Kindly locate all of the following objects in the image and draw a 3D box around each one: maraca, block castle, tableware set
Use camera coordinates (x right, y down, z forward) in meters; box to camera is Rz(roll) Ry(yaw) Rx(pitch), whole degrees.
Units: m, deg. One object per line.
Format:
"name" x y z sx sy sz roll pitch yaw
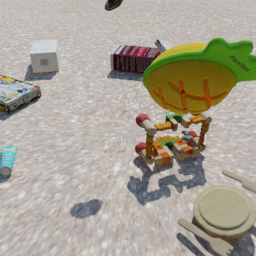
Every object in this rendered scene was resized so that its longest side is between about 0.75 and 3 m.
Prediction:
"maraca" 1.035 -0.758 4.078 1.292 1.008 1.884 17 -20 -34
"block castle" 1.096 0.113 7.090 1.839 1.229 0.863 -12 35 -18
"tableware set" 2.408 1.939 5.075 1.746 0.529 2.641 -38 42 -26

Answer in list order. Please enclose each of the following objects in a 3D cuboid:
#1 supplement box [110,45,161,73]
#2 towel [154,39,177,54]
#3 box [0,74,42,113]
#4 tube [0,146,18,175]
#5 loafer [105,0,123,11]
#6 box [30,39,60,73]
"supplement box" 0.599 -2.922 11.943 2.451 0.746 1.334 8 35 12
"towel" 2.058 -2.833 11.291 1.702 0.287 1.782 1 51 -40
"box" -4.310 -1.250 9.789 2.093 0.417 1.433 19 39 25
"tube" -3.019 0.755 7.049 0.412 0.268 1.063 3 28 -19
"loafer" -0.228 -3.199 6.725 0.351 0.307 0.977 34 69 25
"box" -3.580 -3.166 12.212 1.084 0.850 1.743 -6 35 -8
